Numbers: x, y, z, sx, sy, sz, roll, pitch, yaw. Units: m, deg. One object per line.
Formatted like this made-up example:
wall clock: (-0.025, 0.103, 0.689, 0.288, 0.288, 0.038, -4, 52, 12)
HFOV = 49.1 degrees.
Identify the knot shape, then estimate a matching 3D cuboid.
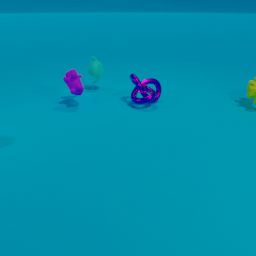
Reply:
knot shape: (0.637, -1.286, 9.462, 1.212, 0.599, 1.296, 2, 53, -32)

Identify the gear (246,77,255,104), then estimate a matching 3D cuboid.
gear: (4.790, -1.122, 8.967, 1.817, 0.336, 1.817, 0, 36, 0)

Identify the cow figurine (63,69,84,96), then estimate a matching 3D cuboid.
cow figurine: (-1.767, -1.502, 9.333, 0.566, 1.030, 1.014, -28, -8, 4)

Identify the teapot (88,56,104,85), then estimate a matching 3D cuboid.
teapot: (-1.280, -2.200, 10.821, 0.545, 1.113, 0.692, 0, 17, 22)
